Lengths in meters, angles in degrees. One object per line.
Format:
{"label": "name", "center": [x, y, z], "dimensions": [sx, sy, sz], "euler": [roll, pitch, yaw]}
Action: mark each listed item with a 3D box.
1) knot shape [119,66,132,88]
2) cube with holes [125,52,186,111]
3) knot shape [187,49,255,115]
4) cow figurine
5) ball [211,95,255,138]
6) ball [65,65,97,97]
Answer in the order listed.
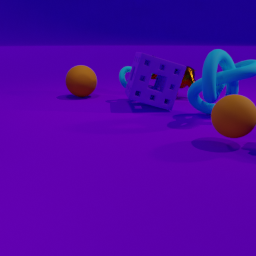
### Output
{"label": "knot shape", "center": [0.294, -1.598, 10.048], "dimensions": [1.267, 1.186, 0.586], "euler": [-9, 32, -12]}
{"label": "cube with holes", "center": [0.804, -1.532, 8.961], "dimensions": [1.392, 1.392, 1.392], "euler": [14, 14, -10]}
{"label": "knot shape", "center": [2.431, -1.250, 7.420], "dimensions": [1.956, 2.090, 0.966], "euler": [15, 37, -54]}
{"label": "cow figurine", "center": [1.643, -2.033, 10.479], "dimensions": [1.744, 1.716, 0.957], "euler": [-16, 5, 19]}
{"label": "ball", "center": [2.199, -0.239, 5.819], "dimensions": [0.909, 0.909, 0.909], "euler": [0, 18, 0]}
{"label": "ball", "center": [-1.771, -1.776, 10.640], "dimensions": [1.189, 1.189, 1.189], "euler": [0, 18, 0]}
